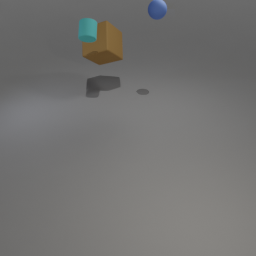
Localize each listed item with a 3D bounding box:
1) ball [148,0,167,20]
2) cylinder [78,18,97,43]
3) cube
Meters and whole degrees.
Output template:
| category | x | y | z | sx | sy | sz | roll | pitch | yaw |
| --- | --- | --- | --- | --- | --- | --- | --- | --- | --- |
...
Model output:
| category | x | y | z | sx | sy | sz | roll | pitch | yaw |
| --- | --- | --- | --- | --- | --- | --- | --- | --- | --- |
| ball | 1.080 | -4.362 | 10.310 | 0.700 | 0.700 | 0.700 | 0 | 32 | 0 |
| cylinder | -1.569 | -3.801 | 10.931 | 0.700 | 0.700 | 0.700 | 2 | -5 | 0 |
| cube | -1.183 | -3.931 | 13.133 | 1.400 | 1.400 | 1.400 | -6 | -8 | 28 |
